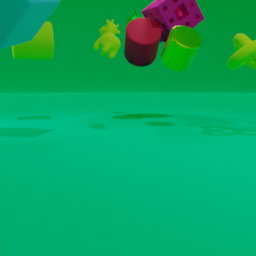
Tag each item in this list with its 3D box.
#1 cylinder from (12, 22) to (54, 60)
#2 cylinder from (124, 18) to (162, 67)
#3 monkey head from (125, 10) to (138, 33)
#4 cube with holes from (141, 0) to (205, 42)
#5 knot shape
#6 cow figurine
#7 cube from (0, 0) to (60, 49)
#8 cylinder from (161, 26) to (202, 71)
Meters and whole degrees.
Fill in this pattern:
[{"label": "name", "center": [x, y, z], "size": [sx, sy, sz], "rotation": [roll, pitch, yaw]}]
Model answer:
[{"label": "cylinder", "center": [-3.271, -2.992, 9.547], "size": [1.270, 1.270, 1.270], "rotation": [-4, 9, -23]}, {"label": "cylinder", "center": [0.491, -3.002, 9.887], "size": [1.209, 1.209, 1.209], "rotation": [-1, -25, -4]}, {"label": "monkey head", "center": [0.284, -4.230, 11.453], "size": [0.746, 1.037, 0.625], "rotation": [-9, 43, -47]}, {"label": "cube with holes", "center": [1.576, -4.041, 10.016], "size": [1.338, 1.338, 1.338], "rotation": [-40, 25, -6]}, {"label": "knot shape", "center": [3.083, -1.751, 6.639], "size": [1.760, 0.813, 1.647], "rotation": [3, 21, -12]}, {"label": "cow figurine", "center": [-0.449, -2.284, 7.136], "size": [0.526, 0.943, 0.958], "rotation": [34, 0, -40]}, {"label": "cube", "center": [-2.458, -2.621, 5.802], "size": [1.260, 1.260, 1.260], "rotation": [-40, 11, 27]}, {"label": "cylinder", "center": [1.483, -2.232, 7.901], "size": [0.909, 0.909, 0.909], "rotation": [-2, -31, -15]}]
